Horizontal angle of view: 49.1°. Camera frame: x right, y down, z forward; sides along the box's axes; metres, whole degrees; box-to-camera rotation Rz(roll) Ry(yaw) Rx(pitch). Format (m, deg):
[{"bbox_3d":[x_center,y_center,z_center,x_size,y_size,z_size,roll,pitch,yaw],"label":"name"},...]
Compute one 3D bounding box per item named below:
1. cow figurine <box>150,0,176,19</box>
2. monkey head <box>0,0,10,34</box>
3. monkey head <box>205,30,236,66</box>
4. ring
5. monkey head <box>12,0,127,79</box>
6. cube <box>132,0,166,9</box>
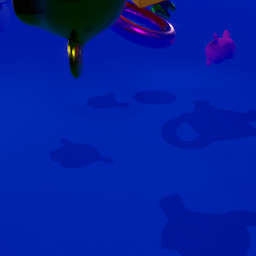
[{"bbox_3d":[0.815,-3.482,7.818,1.044,0.582,1.061,38,49,-10],"label":"cow figurine"},{"bbox_3d":[-2.838,-2.380,5.405,0.988,1.180,1.640,-7,-6,-38],"label":"monkey head"},{"bbox_3d":[2.489,-2.236,7.674,0.747,1.240,0.892,-3,66,5],"label":"monkey head"},{"bbox_3d":[0.251,-2.435,6.521,1.878,0.376,1.878,17,37,-13],"label":"ring"},{"bbox_3d":[-0.565,-1.557,3.315,1.200,1.991,1.432,20,-6,6],"label":"monkey head"},{"bbox_3d":[0.550,-3.783,6.399,1.327,1.327,1.327,-21,47,-6],"label":"cube"}]
